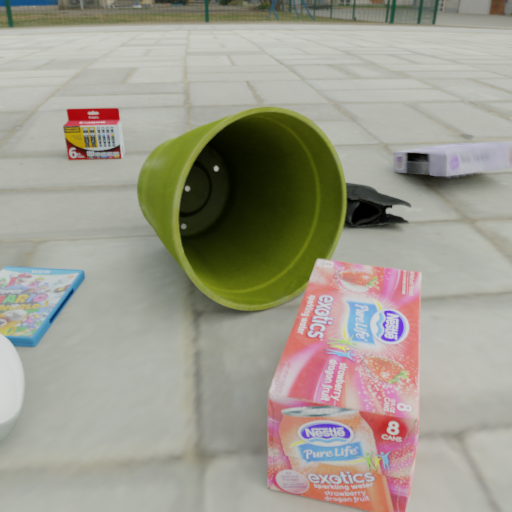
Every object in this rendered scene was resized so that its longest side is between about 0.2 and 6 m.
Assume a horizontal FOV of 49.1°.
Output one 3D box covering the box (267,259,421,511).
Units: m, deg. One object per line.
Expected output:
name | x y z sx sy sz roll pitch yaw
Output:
box | 0.956 1.098 5.476 1.223 1.128 2.383 7 29 14

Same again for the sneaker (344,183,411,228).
sneaker | 1.560 -0.928 9.877 2.131 0.640 1.111 4 23 0

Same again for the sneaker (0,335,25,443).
sneaker | -3.373 0.766 5.418 2.943 1.035 1.179 39 3 25

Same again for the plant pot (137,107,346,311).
plant pot | -0.493 -0.815 8.057 2.584 2.584 2.488 -16 21 -28

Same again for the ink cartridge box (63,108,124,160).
ink cartridge box | -3.782 -2.839 13.040 1.252 1.099 0.525 -3 28 -4

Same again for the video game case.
video game case | -3.160 0.623 7.447 1.210 0.151 1.691 2 28 5

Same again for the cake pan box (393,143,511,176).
cake pan box | 4.127 -2.040 11.694 1.990 0.521 1.833 -10 12 -19
